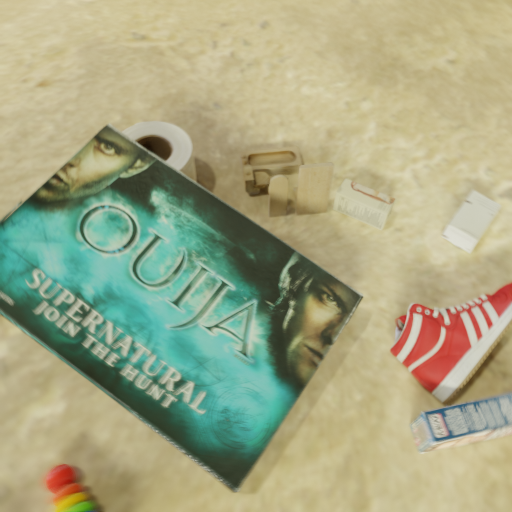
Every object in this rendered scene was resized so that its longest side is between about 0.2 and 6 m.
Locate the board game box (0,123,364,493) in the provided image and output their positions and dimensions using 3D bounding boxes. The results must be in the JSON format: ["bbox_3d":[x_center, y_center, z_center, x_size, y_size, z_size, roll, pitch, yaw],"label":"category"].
[{"bbox_3d":[-1.224,0.468,7.588,4.543,0.640,3.073,34,66,8],"label":"board game box"}]

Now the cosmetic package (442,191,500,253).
[{"bbox_3d":[3.487,-0.561,9.086,0.528,0.380,0.936,32,60,16],"label":"cosmetic package"}]

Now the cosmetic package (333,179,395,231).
[{"bbox_3d":[1.775,-0.853,9.252,0.903,0.467,0.394,26,59,15],"label":"cosmetic package"}]

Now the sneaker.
[{"bbox_3d":[2.803,0.874,7.885,1.231,0.780,2.189,39,66,20],"label":"sneaker"}]

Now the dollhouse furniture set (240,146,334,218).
[{"bbox_3d":[0.440,-1.543,9.307,1.326,1.136,1.395,-6,56,-4],"label":"dollhouse furniture set"}]

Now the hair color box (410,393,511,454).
[{"bbox_3d":[2.716,2.116,7.095,1.347,0.673,0.408,-10,60,-6],"label":"hair color box"}]

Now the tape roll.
[{"bbox_3d":[-1.693,-1.460,9.382,1.342,0.921,1.342,0,56,0],"label":"tape roll"}]

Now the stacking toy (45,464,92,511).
[{"bbox_3d":[-2.147,3.028,6.593,0.552,0.552,1.293,-27,56,-17],"label":"stacking toy"}]
